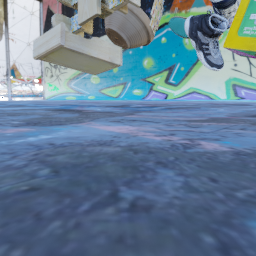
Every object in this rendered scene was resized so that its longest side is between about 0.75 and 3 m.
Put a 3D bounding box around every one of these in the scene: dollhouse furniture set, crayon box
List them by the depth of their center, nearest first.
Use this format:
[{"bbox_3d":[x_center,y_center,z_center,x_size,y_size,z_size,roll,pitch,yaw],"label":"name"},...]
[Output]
[{"bbox_3d":[3.802,-2.697,5.952,0.866,2.563,2.970,11,14,-30],"label":"crayon box"},{"bbox_3d":[-1.179,-2.944,6.947,2.408,2.748,1.825,-8,-10,44],"label":"dollhouse furniture set"}]

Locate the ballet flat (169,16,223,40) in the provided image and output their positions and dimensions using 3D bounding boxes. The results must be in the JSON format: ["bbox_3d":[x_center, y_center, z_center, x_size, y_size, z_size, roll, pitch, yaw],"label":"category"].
[{"bbox_3d":[2.520,-3.649,10.443,2.173,0.746,0.685,34,43,31],"label":"ballet flat"}]

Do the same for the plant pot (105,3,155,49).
[{"bbox_3d":[-0.136,-3.670,10.437,2.141,0.988,2.141,35,-12,8],"label":"plant pot"}]

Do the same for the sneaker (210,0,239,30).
[{"bbox_3d":[2.966,-3.564,8.342,0.894,1.384,2.551,-17,22,21],"label":"sneaker"}]

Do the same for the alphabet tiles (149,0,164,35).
[{"bbox_3d":[0.532,-2.091,5.030,0.027,0.697,0.838,18,5,12],"label":"alphabet tiles"}]

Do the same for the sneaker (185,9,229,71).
[{"bbox_3d":[1.812,-1.827,5.917,0.519,1.376,0.783,-46,20,-22],"label":"sneaker"}]
